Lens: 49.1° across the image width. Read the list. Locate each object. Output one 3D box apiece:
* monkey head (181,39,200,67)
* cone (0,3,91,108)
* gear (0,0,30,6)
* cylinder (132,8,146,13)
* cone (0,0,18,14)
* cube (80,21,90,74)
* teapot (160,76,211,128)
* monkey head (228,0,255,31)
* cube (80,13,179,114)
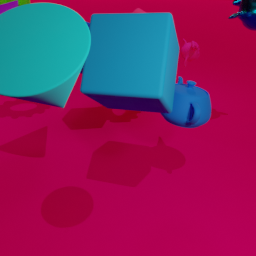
[{"bbox_3d":[2.204,-2.806,10.100,0.670,1.112,0.800,-5,-13,24],"label":"monkey head"},{"bbox_3d":[-0.822,-0.488,2.918,1.070,1.074,1.070,-2,63,3],"label":"cone"},{"bbox_3d":[-3.419,-3.134,6.859,1.920,0.355,1.920,-2,20,1],"label":"gear"},{"bbox_3d":[0.533,-3.042,9.175,1.237,1.237,1.237,33,32,2],"label":"cylinder"},{"bbox_3d":[-2.372,-1.855,5.148,1.476,1.476,1.481,10,63,18],"label":"cone"},{"bbox_3d":[-1.164,-1.994,7.082,1.089,1.089,1.089,12,3,-28],"label":"cube"},{"bbox_3d":[1.158,-0.552,5.619,1.064,0.838,1.711,7,27,-6],"label":"teapot"},{"bbox_3d":[2.982,-2.795,6.697,1.586,0.956,1.141,1,8,-22],"label":"monkey head"},{"bbox_3d":[0.103,-0.981,4.532,1.228,1.228,1.228,6,-6,16],"label":"cube"}]
